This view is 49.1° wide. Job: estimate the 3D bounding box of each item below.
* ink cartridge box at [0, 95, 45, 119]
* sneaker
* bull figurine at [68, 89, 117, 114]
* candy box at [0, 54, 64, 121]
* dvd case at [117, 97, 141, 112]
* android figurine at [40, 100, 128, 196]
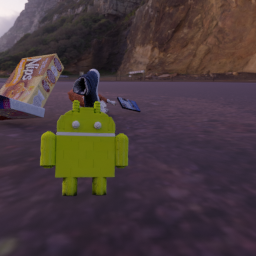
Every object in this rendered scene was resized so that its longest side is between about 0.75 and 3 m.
[{"bbox_3d":[-2.081,-0.344,4.789,0.909,0.201,0.926,0,-10,34],"label":"ink cartridge box"},{"bbox_3d":[-1.056,-0.796,7.071,0.464,1.219,0.881,10,26,13],"label":"sneaker"},{"bbox_3d":[-1.156,-0.868,9.211,1.953,0.636,1.186,27,6,40],"label":"bull figurine"},{"bbox_3d":[-2.910,-1.246,8.257,1.286,0.616,2.228,-2,48,19],"label":"candy box"},{"bbox_3d":[0.030,-0.795,9.602,0.784,0.069,0.559,11,38,-37],"label":"dvd case"},{"bbox_3d":[-0.414,0.191,2.754,0.851,0.935,0.192,4,-7,-13],"label":"android figurine"}]
